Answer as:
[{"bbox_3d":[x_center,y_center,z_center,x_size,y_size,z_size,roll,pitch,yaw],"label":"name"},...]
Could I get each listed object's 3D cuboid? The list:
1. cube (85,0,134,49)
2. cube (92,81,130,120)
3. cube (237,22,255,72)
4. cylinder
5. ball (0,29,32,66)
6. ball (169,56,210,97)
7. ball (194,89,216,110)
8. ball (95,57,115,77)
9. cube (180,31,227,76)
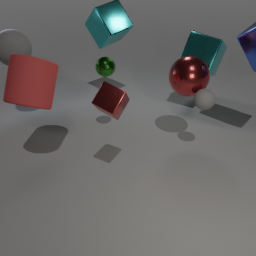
[{"bbox_3d":[-0.886,-4.764,12.921,1.400,1.400,1.400,-34,6,-29],"label":"cube"},{"bbox_3d":[-0.460,-0.739,7.694,0.700,0.700,0.700,28,-6,13],"label":"cube"},{"bbox_3d":[4.833,-2.961,9.350,1.400,1.400,1.400,-39,12,-29],"label":"cube"},{"bbox_3d":[-2.901,-1.357,8.420,1.400,1.400,1.400,11,3,-1],"label":"cylinder"},{"bbox_3d":[-4.460,-3.089,10.856,1.400,1.400,1.400,0,29,0],"label":"ball"},{"bbox_3d":[2.116,-1.787,9.711,1.400,1.400,1.400,0,29,0],"label":"ball"},{"bbox_3d":[2.521,-0.944,9.231,0.700,0.700,0.700,0,29,0],"label":"ball"},{"bbox_3d":[-0.787,-2.133,9.773,0.700,0.700,0.700,0,29,0],"label":"ball"},{"bbox_3d":[3.268,-3.196,12.154,1.400,1.400,1.400,27,15,23],"label":"cube"}]
